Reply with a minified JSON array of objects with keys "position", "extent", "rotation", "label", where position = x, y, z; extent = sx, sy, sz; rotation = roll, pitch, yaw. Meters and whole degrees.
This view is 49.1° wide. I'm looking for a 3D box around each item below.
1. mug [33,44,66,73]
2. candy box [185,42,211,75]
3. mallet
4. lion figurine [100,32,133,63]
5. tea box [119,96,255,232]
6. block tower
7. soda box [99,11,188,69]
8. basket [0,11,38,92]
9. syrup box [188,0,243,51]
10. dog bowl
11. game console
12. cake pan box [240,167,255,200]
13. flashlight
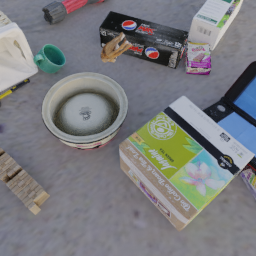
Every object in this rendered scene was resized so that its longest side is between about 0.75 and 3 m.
[{"position":[-2.746,-2.337,9.510],"extent":[1.060,0.655,0.871],"rotation":[21,51,-40],"label":"mug"},{"position":[2.483,-2.474,9.944],"extent":[0.833,0.373,1.221],"rotation":[4,59,3],"label":"candy box"},{"position":[-3.875,-1.145,9.238],"extent":[1.549,0.319,0.510],"rotation":[-33,64,-22],"label":"mallet"},{"position":[-0.300,-1.617,5.762],"extent":[0.696,1.136,0.412],"rotation":[-37,100,7],"label":"lion figurine"},{"position":[1.378,0.886,7.248],"extent":[2.324,1.578,2.362],"rotation":[-38,67,-19],"label":"tea box"},{"position":[-3.034,1.338,7.566],"extent":[2.179,0.588,0.630],"rotation":[39,68,20],"label":"block tower"},{"position":[0.533,-3.156,10.008],"extent":[2.985,0.945,1.056],"rotation":[20,60,11],"label":"soda box"},{"position":[-4.747,-2.299,8.980],"extent":[2.861,1.939,1.765],"rotation":[-32,60,-17],"label":"basket"},{"position":[3.396,-4.300,10.609],"extent":[1.062,1.098,2.697],"rotation":[29,65,15],"label":"syrup box"},{"position":[-1.243,-0.446,8.432],"extent":[2.508,0.925,2.508],"rotation":[0,59,-1],"label":"dog bowl"},{"position":[3.779,-0.322,7.828],"extent":[2.381,1.640,2.763],"rotation":[-26,59,-38],"label":"game console"},{"position":[3.758,1.486,7.671],"extent":[0.972,0.276,1.055],"rotation":[-16,61,-12],"label":"cake pan box"},{"position":[-1.968,-5.070,11.147],"extent":[2.867,0.971,0.974],"rotation":[-37,64,-21],"label":"flashlight"}]
